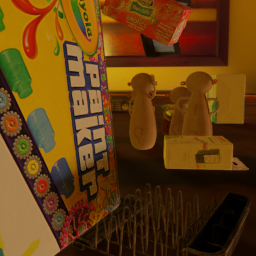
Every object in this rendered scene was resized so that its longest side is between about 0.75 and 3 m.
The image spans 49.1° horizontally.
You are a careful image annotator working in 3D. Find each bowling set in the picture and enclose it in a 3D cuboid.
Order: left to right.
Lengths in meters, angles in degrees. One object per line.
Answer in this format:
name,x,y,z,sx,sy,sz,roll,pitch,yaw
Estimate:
bowling set,0.547,-0.399,5.802,2.680,1.439,1.865,4,10,22

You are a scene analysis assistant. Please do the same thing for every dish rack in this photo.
dish rack,0.200,0.711,2.172,1.272,0.347,0.976,5,9,33

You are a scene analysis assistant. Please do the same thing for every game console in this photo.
game console,1.564,-3.770,10.609,2.149,1.834,1.272,-16,3,-41

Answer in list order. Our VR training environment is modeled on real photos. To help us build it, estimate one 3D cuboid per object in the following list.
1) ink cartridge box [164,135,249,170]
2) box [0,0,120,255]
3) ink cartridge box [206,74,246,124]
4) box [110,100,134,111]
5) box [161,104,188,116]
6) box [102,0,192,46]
ink cartridge box,1.156,0.356,4.283,1.188,0.400,0.696,1,9,5
box,-2.038,-0.034,1.414,2.931,1.788,2.823,-3,6,27
ink cartridge box,3.212,-1.065,9.860,0.895,1.554,2.684,-1,8,4
box,-0.452,-1.105,13.710,1.950,0.479,1.572,0,7,0
box,2.300,-0.722,11.344,1.859,0.450,1.091,2,9,-2
box,0.499,-3.072,7.363,2.056,0.982,1.025,30,31,10
